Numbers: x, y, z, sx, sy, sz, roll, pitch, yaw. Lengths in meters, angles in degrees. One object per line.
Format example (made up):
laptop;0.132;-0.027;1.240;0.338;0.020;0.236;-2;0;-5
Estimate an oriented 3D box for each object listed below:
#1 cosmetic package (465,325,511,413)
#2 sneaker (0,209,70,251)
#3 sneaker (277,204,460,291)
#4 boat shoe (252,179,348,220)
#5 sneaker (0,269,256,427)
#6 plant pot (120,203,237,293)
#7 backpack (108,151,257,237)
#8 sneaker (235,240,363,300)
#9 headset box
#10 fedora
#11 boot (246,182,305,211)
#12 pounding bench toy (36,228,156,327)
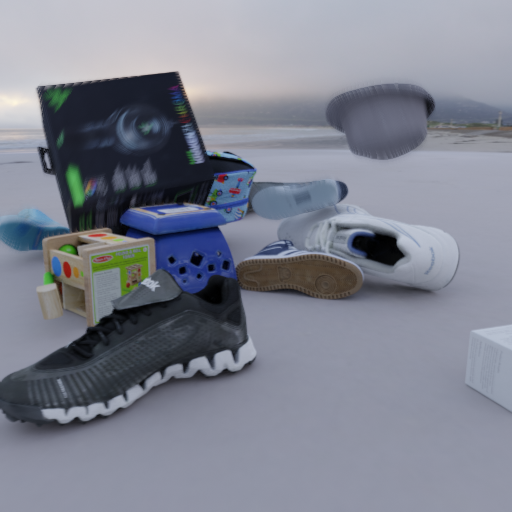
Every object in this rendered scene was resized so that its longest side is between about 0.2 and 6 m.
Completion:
cosmetic package;2.474;1.059;5.320;0.585;0.584;0.709;-4;15;-21
sneaker;-4.454;-0.557;10.650;1.076;0.655;1.648;29;5;28
sneaker;1.518;-0.297;8.997;3.256;1.213;1.418;11;1;44
boat shoe;0.757;-0.943;9.462;1.574;0.557;0.715;-7;2;27
sneaker;-1.143;0.738;5.371;2.622;1.186;0.871;-10;16;-35
plant pot;-1.250;-0.104;8.613;1.440;1.294;1.440;-10;16;-34
backpack;-1.525;-1.194;11.467;3.005;2.022;2.743;-5;14;-14
sneaker;0.758;0.169;8.764;1.976;0.692;1.072;2;15;21
headset box;-2.247;-1.719;9.232;2.503;2.179;1.161;-13;-18;-20
fedora;2.051;-2.086;9.135;1.753;0.792;1.551;-4;-18;-2
boot;0.706;-1.603;15.756;2.917;1.058;2.652;11;25;0
pounding bench toy;-2.396;0.296;7.520;1.290;1.027;1.653;12;18;41
